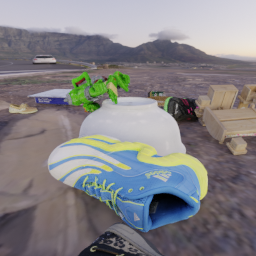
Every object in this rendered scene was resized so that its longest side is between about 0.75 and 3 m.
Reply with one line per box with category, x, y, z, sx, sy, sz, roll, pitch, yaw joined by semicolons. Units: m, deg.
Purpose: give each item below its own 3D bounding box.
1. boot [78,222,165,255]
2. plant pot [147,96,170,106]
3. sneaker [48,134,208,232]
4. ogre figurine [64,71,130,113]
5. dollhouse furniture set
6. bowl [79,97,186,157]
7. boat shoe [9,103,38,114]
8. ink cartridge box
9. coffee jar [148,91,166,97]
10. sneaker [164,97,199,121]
boot;-0.081;1.479;2.110;1.308;0.625;1.732;-16;20;-36
plant pot;1.608;-1.325;13.513;1.857;0.255;1.857;-1;14;0
sneaker;-0.122;0.750;4.099;2.589;0.981;1.360;2;17;9
ogre figurine;-0.760;-0.985;7.119;1.228;1.005;2.048;-12;32;23
dollhouse furniture set;3.237;0.023;8.009;2.359;1.351;2.766;-4;39;-12
bowl;0.045;-0.048;6.701;2.719;1.222;2.719;0;15;0
boat shoe;-4.200;-0.793;11.186;1.153;0.383;0.427;1;15;2
ink cartridge box;-2.972;-1.433;13.355;2.522;0.556;2.569;4;17;15
coffee jar;1.518;-1.762;14.913;0.897;0.383;0.468;8;18;26
sneaker;1.998;-0.658;9.660;0.995;0.911;2.375;7;17;39
